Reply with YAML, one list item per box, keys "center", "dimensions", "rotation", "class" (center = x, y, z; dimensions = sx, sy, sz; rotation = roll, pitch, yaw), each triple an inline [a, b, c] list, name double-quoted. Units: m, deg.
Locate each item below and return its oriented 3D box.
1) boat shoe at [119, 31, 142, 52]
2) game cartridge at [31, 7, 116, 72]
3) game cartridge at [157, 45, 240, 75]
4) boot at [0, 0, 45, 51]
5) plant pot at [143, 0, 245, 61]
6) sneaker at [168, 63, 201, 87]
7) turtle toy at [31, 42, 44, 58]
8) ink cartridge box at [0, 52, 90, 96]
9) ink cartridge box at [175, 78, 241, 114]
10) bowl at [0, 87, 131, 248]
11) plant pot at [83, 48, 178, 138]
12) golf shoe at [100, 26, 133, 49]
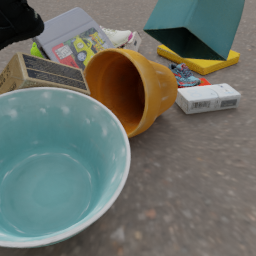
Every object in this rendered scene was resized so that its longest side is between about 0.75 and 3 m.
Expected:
- center: [-0.080, -3.172, 11.310]
  dimensions: [0.838, 0.674, 1.806]
  rotation: [-12, 37, 35]
  class: "boat shoe"
- center: [-1.175, -1.873, 7.713]
  dimensions: [1.807, 2.715, 0.555]
  rotation: [-38, 9, -27]
  class: "game cartridge"
- center: [2.781, -2.910, 11.067]
  dimensions: [2.230, 0.410, 2.530]
  rotation: [-22, 44, -28]
  class: "game cartridge"
- center: [-2.501, -2.057, 4.902]
  dimensions: [1.832, 1.501, 0.678]
  rotation: [-17, 71, 3]
  class: "boot"
- center: [1.565, -2.634, 5.894]
  dimensions: [1.383, 1.957, 1.382]
  rotation: [23, 2, -35]
  class: "plant pot"
- center: [1.706, -1.693, 8.831]
  dimensions: [0.554, 0.667, 1.396]
  rotation: [-15, 30, -35]
  class: "sneaker"
- center: [-1.834, -2.070, 8.942]
  dimensions: [2.818, 1.424, 2.053]
  rotation: [14, 38, 19]
  class: "turtle toy"
- center: [-2.029, -0.573, 5.992]
  dimensions: [1.599, 1.942, 0.729]
  rotation: [6, 54, -50]
  class: "ink cartridge box"
- center: [2.124, -1.194, 8.533]
  dimensions: [1.633, 0.482, 2.040]
  rotation: [-9, 36, -13]
  class: "ink cartridge box"
- center: [-1.400, 0.762, 4.668]
  dimensions: [2.778, 1.453, 2.778]
  rotation: [4, 50, -4]
  class: "bowl"
- center: [0.219, -0.924, 7.055]
  dimensions: [2.081, 2.081, 1.905]
  rotation: [28, 29, 33]
  class: "plant pot"
- center: [-0.918, -3.517, 10.868]
  dimensions: [2.215, 1.013, 0.834]
  rotation: [-7, 40, 24]
  class: "golf shoe"
